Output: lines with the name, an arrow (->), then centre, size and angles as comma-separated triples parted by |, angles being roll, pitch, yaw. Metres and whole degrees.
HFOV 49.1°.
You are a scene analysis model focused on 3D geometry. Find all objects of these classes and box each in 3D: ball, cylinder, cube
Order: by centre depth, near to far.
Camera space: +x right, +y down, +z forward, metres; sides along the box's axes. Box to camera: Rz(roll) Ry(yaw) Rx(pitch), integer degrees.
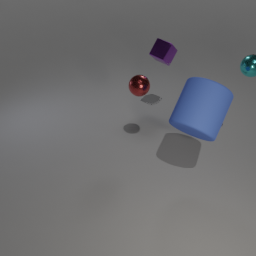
cylinder -> 2.074, -0.522, 8.013 | 1.400, 1.400, 1.400 | 25, -5, 2
ball -> 3.897, -1.952, 8.812 | 0.700, 0.700, 0.700 | 0, 33, 0
ball -> 0.365, -1.365, 9.032 | 0.700, 0.700, 0.700 | 0, 33, 0
cube -> 1.382, -2.959, 10.924 | 0.700, 0.700, 0.700 | 32, 8, 28
